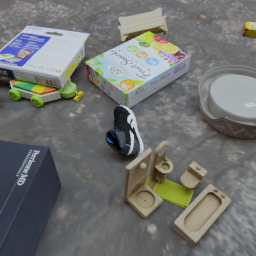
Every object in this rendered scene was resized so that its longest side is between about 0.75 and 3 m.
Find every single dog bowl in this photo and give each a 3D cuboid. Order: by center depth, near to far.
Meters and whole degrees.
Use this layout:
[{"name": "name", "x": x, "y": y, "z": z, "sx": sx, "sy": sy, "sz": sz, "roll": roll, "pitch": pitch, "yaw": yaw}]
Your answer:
[{"name": "dog bowl", "x": 3.212, "y": -0.756, "z": 7.999, "sx": 2.526, "sy": 0.741, "sz": 2.526, "roll": 0, "pitch": 48, "yaw": 0}]

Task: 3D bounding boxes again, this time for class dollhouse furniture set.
[{"name": "dollhouse furniture set", "x": 1.087, "y": 1.215, "z": 5.692, "sx": 1.633, "sy": 1.399, "sz": 1.717, "roll": -36, "pitch": 61, "yaw": -28}]

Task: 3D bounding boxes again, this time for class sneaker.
[{"name": "sneaker", "x": -0.226, "y": -0.017, "z": 7.119, "sx": 0.890, "sy": 0.581, "sz": 1.590, "roll": 9, "pitch": 45, "yaw": -41}]

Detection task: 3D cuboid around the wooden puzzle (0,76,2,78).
[{"name": "wooden puzzle", "x": -5.185, "y": -1.511, "z": 8.991, "sx": 1.803, "sy": 0.336, "sz": 1.668, "roll": 29, "pitch": 54, "yaw": 29}]

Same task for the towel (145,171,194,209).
[{"name": "towel", "x": 0.868, "y": 1.403, "z": 6.472, "sx": 1.213, "sy": 0.110, "sz": 0.522, "roll": 20, "pitch": 52, "yaw": 17}]

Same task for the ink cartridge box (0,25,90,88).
[{"name": "ink cartridge box", "x": -2.737, "y": -2.391, "z": 9.023, "sx": 2.428, "sy": 0.577, "sz": 2.456, "roll": 12, "pitch": 46, "yaw": 12}]

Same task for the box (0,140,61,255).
[{"name": "box", "x": -3.109, "y": 1.720, "z": 5.196, "sx": 2.714, "sy": 1.552, "sz": 2.981, "roll": 8, "pitch": 48, "yaw": 8}]

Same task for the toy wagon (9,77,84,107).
[{"name": "toy wagon", "x": -2.493, "y": -1.411, "z": 8.778, "sx": 2.318, "sy": 0.459, "sz": 1.798, "roll": 17, "pitch": 50, "yaw": 15}]

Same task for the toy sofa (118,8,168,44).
[{"name": "toy sofa", "x": 0.517, "y": -3.672, "z": 10.189, "sx": 1.763, "sy": 0.860, "sz": 0.730, "roll": -13, "pitch": 4, "yaw": 3}]

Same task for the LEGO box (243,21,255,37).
[{"name": "LEGO box", "x": 5.029, "y": -3.898, "z": 11.117, "sx": 0.840, "sy": 0.324, "sz": 0.625, "roll": 12, "pitch": 49, "yaw": 11}]

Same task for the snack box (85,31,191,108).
[{"name": "snack box", "x": 0.355, "y": -1.982, "z": 9.080, "sx": 2.825, "sy": 0.748, "sz": 2.009, "roll": -33, "pitch": 56, "yaw": -25}]
